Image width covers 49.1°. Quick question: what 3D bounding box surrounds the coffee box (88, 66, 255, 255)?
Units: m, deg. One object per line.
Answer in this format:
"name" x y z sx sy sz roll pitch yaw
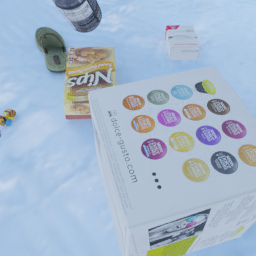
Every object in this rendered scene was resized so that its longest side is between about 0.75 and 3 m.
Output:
"coffee box" 0.954 0.894 6.066 2.898 2.931 2.926 -13 52 -10

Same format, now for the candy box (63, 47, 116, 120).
"candy box" -1.226 -1.600 9.450 1.656 0.793 2.869 -2 50 -3

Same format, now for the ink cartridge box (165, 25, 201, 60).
"ink cartridge box" 2.104 -3.352 10.967 1.118 0.642 1.539 -1 51 -1

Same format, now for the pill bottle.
"pill bottle" -1.609 -3.926 8.544 1.178 2.218 1.178 -1 82 9

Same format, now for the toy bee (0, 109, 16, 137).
"toy bee" -3.778 -0.263 8.540 0.687 0.571 1.050 -4 51 -5

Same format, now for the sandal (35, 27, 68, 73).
"sandal" -2.883 -3.171 10.738 1.076 0.773 2.710 -20 54 -15
